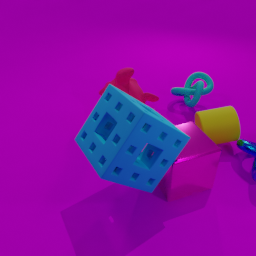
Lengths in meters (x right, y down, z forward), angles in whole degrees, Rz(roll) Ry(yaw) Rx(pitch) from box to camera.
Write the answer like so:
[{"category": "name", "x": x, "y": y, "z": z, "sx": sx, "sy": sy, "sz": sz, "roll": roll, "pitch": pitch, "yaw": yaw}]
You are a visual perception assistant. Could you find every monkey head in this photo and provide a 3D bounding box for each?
[{"category": "monkey head", "x": -0.059, "y": -0.884, "z": 7.517, "sx": 1.913, "sy": 1.376, "sz": 1.152, "roll": -21, "pitch": 78, "yaw": -21}]

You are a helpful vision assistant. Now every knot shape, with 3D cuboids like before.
[{"category": "knot shape", "x": 1.829, "y": -1.119, "z": 8.268, "sx": 1.159, "sy": 0.572, "sz": 1.238, "roll": -5, "pitch": 37, "yaw": 41}, {"category": "knot shape", "x": 3.008, "y": 0.536, "z": 5.834, "sx": 1.574, "sy": 0.727, "sz": 1.473, "roll": -14, "pitch": 18, "yaw": 44}]

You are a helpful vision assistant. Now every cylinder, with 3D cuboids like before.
[{"category": "cylinder", "x": 2.120, "y": -0.040, "z": 6.716, "sx": 0.849, "sy": 0.849, "sz": 0.849, "roll": -10, "pitch": 35, "yaw": 4}]

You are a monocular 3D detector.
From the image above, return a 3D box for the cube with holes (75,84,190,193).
[{"category": "cube with holes", "x": 0.045, "y": 0.188, "z": 4.868, "sx": 1.188, "sy": 1.188, "sz": 1.188, "roll": 25, "pitch": 12, "yaw": -40}]

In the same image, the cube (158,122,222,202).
[{"category": "cube", "x": 1.079, "y": 0.653, "z": 5.692, "sx": 1.047, "sy": 1.047, "sz": 1.047, "roll": -13, "pitch": 37, "yaw": -17}]
